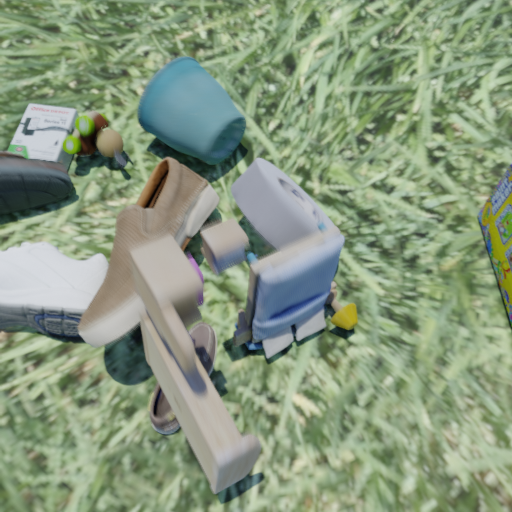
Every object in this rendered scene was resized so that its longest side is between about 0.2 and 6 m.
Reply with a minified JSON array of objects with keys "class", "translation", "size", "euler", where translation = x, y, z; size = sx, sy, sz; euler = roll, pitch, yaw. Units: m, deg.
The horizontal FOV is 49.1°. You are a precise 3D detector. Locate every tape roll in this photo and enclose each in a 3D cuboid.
[{"class":"tape roll","translation":[0.466,-0.627,8.339],"size":[0.588,1.780,1.780],"euler":[-46,66,16]}]

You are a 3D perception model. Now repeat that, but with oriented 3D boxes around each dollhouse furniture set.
[{"class":"dollhouse furniture set","translation":[0.392,0.888,6.673],"size":[3.020,2.851,1.971],"euler":[-24,61,-21]}]

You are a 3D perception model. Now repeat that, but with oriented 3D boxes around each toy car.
[{"class":"toy car","translation":[-2.604,-1.873,9.591],"size":[1.040,0.854,0.820],"euler":[37,107,-7]}]

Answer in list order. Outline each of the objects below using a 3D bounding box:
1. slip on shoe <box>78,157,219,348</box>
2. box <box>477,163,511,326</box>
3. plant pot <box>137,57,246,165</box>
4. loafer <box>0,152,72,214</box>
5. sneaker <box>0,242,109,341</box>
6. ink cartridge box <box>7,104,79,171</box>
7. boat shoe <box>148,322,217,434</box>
[{"class":"slip on shoe","translation":[-1.610,-0.208,7.910],"size":[1.028,1.290,3.393],"euler":[51,44,-22]},{"class":"box","translation":[4.919,-0.117,8.263],"size":[2.353,1.436,2.267],"euler":[-4,61,-2]},{"class":"plant pot","translation":[-0.980,-2.336,9.492],"size":[1.394,1.483,1.483],"euler":[40,69,14]},{"class":"loafer","translation":[-4.659,-1.273,8.849],"size":[3.250,1.168,1.022],"euler":[-10,64,-18]},{"class":"sneaker","translation":[-3.600,0.411,8.317],"size":[3.019,1.125,1.315],"euler":[10,53,-4]},{"class":"ink cartridge box","translation":[-3.675,-2.001,9.792],"size":[0.910,0.516,1.242],"euler":[7,62,4]},{"class":"boat shoe","translation":[-1.009,1.624,7.830],"size":[0.602,0.499,1.677],"euler":[19,61,13]}]
